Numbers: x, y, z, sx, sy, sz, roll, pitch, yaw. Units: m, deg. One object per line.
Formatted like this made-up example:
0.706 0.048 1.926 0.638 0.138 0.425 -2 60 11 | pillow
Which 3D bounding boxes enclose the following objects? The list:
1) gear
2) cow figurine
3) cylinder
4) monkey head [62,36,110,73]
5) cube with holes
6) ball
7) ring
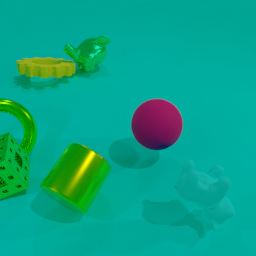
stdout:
-2.617 -1.966 9.019 1.771 0.328 1.771 4 23 -2 | gear
1.197 1.095 4.430 1.096 1.078 0.602 12 27 -9 | cow figurine
-0.896 0.879 4.889 0.912 0.912 0.912 19 61 23 | cylinder
-1.390 -2.574 9.265 1.845 1.327 1.112 -1 59 58 | monkey head
-2.393 0.732 5.208 0.789 0.789 0.789 -21 41 0 | cube with holes
0.578 -0.070 5.629 1.033 1.033 1.033 0 37 0 | ball
-2.614 0.112 5.757 1.451 1.451 0.290 -18 16 -23 | ring
